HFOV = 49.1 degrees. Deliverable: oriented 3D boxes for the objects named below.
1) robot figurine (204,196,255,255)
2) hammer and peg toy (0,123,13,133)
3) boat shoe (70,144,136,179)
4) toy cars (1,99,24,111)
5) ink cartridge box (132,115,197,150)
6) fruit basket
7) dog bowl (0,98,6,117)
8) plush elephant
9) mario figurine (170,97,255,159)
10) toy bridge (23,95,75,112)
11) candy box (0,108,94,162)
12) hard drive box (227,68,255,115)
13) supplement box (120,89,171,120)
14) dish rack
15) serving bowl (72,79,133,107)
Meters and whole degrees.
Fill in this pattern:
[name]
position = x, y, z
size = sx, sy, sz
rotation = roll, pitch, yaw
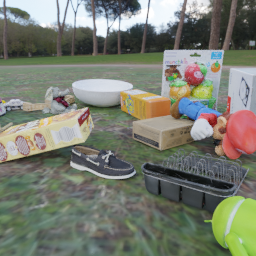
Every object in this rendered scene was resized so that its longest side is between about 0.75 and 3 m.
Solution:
[robot figurine]
position = 1.696, 1.355, 3.648
size = 1.294, 0.749, 1.136
rotation = 15, 22, 42
[hammer and peg toy]
position = -4.105, 0.185, 7.970
size = 1.641, 0.579, 1.207
rotation = 4, 11, 12
[boat shoe]
position = -0.600, 0.721, 6.298
size = 1.667, 0.503, 0.616
rotation = 10, 19, 31
[toy cars]
position = -5.706, -1.173, 12.891
size = 2.404, 0.532, 1.078
rotation = 5, 17, 18
[ink cartridge box]
position = 1.122, 0.092, 8.340
size = 1.572, 0.590, 1.295
rotation = -11, 18, -33
[fruit basket]
position = 2.497, -1.659, 10.842
size = 2.427, 2.620, 1.228
rotation = -2, 26, -11
[dog bowl]
position = -6.102, -0.868, 11.456
size = 2.001, 0.738, 2.001
rotation = 1, 16, 0
[plush elephant]
position = -2.897, -1.205, 11.839
size = 1.506, 1.166, 1.240
rotation = 0, 16, 0
[mario figurine]
position = 2.235, 0.091, 7.624
size = 1.727, 1.483, 2.798
rotation = -22, 27, -15
[toy bridge]
position = -3.514, -1.130, 13.037
size = 0.915, 0.370, 2.722
rotation = 13, 21, 35
[candy box]
position = -2.117, 0.148, 7.098
size = 2.283, 0.631, 1.317
rotation = -13, 14, 6
[hard drive box]
position = 4.047, -0.853, 9.097
size = 0.988, 2.005, 2.573
rotation = 1, 15, 6
[supplement box]
position = 0.617, -0.903, 11.242
size = 0.963, 0.931, 2.799
rotation = -10, 18, -20
[dish rack]
position = 1.469, 0.876, 5.622
size = 1.689, 0.601, 2.201
rotation = 11, 19, 32
[serving bowl]
position = -1.224, -1.646, 13.603
size = 2.914, 0.958, 2.914
rotation = 3, 19, -1
